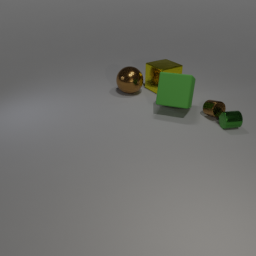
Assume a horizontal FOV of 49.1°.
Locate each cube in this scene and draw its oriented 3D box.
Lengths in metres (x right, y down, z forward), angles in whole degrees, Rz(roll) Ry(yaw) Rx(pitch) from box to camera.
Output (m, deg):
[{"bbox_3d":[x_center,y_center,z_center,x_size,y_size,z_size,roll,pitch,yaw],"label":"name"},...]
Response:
[{"bbox_3d":[1.861,-2.708,14.798,1.400,1.400,1.400,-18,34,-27],"label":"cube"},{"bbox_3d":[2.135,-1.646,12.426,1.400,1.400,1.400,10,7,18],"label":"cube"}]

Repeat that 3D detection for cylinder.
[{"bbox_3d":[4.170,-0.338,11.398,0.700,0.700,0.700,-5,30,-8],"label":"cylinder"},{"bbox_3d":[3.719,-0.844,12.110,0.700,0.700,0.700,-12,16,-20],"label":"cylinder"}]

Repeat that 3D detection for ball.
[{"bbox_3d":[0.091,-2.454,14.381,1.400,1.400,1.400,0,30,0],"label":"ball"}]
